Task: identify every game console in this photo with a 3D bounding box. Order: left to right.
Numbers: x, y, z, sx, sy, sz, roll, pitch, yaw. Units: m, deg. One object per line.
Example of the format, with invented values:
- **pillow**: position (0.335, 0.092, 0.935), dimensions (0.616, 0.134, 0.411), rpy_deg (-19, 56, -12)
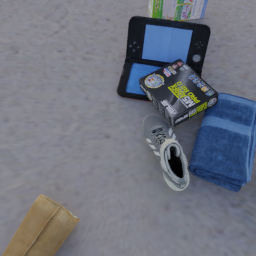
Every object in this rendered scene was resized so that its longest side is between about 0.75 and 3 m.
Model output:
- **game console**: position (1.113, -2.118, 8.811), dimensions (2.622, 2.260, 1.556), rpy_deg (10, 32, 6)

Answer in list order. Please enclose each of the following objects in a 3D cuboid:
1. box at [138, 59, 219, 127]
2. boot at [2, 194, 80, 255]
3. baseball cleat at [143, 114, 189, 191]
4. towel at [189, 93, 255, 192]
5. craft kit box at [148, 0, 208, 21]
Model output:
- **box**: position (1.451, -1.108, 8.329), dimensions (1.550, 0.428, 1.935), rpy_deg (-27, 53, -10)
- **boot**: position (-1.849, 2.943, 5.997), dimensions (2.169, 0.819, 2.476), rpy_deg (26, 60, 16)
- **baseball cleat**: position (1.017, 0.385, 7.317), dimensions (0.847, 1.293, 2.429), rpy_deg (-21, 58, -6)
- **towel**: position (2.752, 0.223, 7.779), dimensions (1.567, 0.681, 2.806), rpy_deg (19, 60, 12)
- **craft kit box**: position (1.879, -4.888, 10.106), dimensions (2.210, 2.238, 0.543), rpy_deg (-14, 58, -10)
